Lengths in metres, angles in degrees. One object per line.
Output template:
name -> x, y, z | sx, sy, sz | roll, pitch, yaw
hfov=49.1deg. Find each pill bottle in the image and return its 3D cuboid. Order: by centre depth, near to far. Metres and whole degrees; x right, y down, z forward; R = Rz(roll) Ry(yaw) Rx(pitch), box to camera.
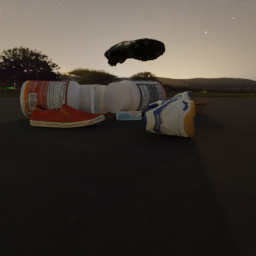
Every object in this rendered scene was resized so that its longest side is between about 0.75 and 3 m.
pill bottle -> -2.538, -1.048, 10.390 | 2.474, 1.388, 1.388 | 1, 8, -1
pill bottle -> 0.301, -1.330, 12.172 | 1.482, 1.482, 2.602 | 7, 11, 43

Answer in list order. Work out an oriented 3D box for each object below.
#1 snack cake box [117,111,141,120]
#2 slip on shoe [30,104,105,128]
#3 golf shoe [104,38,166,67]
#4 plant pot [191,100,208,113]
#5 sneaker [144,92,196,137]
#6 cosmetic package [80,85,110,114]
snack cake box -> 0.028, -0.445, 10.030 | 0.856, 0.288, 0.492 | -1, 6, -6
slip on shoe -> -1.750, -0.366, 8.090 | 2.142, 0.655, 0.793 | 2, 6, 1
golf shoe -> 0.117, -1.321, 4.618 | 1.010, 0.393, 0.477 | -4, 37, 13
plant pot -> 3.088, -1.018, 13.147 | 1.316, 0.607, 1.316 | -1, 7, 0
sneaker -> 1.025, -0.428, 7.175 | 1.190, 1.017, 2.701 | 1, 7, 8
cosmetic package -> -1.443, -1.290, 12.601 | 1.028, 1.304, 2.423 | 1, 6, 8
